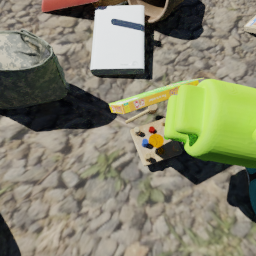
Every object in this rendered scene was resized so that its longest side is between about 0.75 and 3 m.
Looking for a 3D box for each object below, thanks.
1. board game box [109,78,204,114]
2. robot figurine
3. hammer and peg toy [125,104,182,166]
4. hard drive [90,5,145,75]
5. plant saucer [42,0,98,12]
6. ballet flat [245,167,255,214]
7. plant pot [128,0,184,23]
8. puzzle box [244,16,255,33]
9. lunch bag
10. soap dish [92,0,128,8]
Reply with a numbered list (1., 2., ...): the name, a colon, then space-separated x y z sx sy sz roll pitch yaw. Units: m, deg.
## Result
1. board game box: 0.734 -0.829 7.107 2.280 1.089 0.342 -22 101 -15
2. robot figurine: 2.344 -0.053 6.081 2.955 2.592 1.709 11 73 -9
3. hammer and peg toy: 0.751 0.206 8.933 1.357 0.651 1.846 -19 66 -7
4. hard drive: -0.347 -3.389 10.639 1.944 0.387 2.948 0 67 4
5. plant saucer: -2.251 -6.136 11.558 2.695 0.495 2.690 -2 64 21
6. ballet flat: 4.006 1.451 8.291 0.913 0.913 2.631 -6 63 -3
7. plant pot: 1.366 -5.499 11.023 1.997 2.290 2.290 -30 67 -33
8. puzzle box: 5.685 -4.308 11.021 1.926 0.245 1.281 -43 47 -18
9. lunch bag: -3.451 -1.795 8.908 2.892 2.372 1.700 -2 68 -2
10. soap dish: -1.017 -6.014 11.774 1.682 0.868 2.138 -28 68 -13
